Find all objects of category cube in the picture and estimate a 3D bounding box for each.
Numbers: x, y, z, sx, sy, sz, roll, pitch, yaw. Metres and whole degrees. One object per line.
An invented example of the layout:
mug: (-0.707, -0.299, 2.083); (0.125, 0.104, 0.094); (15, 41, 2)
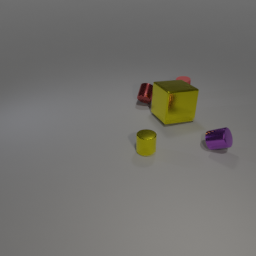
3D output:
cube: (1.916, -1.122, 11.728); (1.400, 1.400, 1.400); (-7, 28, -19)

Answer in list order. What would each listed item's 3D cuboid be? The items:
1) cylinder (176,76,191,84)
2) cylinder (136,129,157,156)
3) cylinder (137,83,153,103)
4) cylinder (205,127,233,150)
cylinder: (2.656, -2.052, 13.532); (0.700, 0.700, 0.700); (-3, 33, 2)
cylinder: (0.637, 0.508, 9.746); (0.700, 0.700, 0.700); (0, 29, 0)
cylinder: (0.834, -1.610, 12.951); (0.700, 0.700, 0.700); (11, 70, 17)
cylinder: (3.149, 0.374, 9.701); (0.700, 0.700, 0.700); (-14, 16, 41)
